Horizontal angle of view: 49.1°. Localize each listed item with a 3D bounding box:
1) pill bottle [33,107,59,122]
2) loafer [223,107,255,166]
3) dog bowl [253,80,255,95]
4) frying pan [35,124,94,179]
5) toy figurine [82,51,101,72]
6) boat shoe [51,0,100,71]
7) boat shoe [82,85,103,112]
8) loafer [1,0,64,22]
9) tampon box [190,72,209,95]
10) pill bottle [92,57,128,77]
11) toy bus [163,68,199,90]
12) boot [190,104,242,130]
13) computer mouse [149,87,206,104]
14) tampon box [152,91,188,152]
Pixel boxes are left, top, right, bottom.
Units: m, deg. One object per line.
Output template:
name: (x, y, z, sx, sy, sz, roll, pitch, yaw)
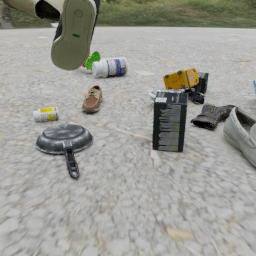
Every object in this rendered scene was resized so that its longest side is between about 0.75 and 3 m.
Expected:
pill bottle: (-2.701, -0.447, 9.254, 0.785, 0.429, 0.429, -9, 26, -19)
loafer: (3.307, 0.299, 6.905, 0.992, 0.990, 2.836, -7, 25, -15)
dog bowl: (5.229, -1.515, 9.737, 1.432, 0.637, 2.569, 4, -7, 14)
frying pan: (-1.812, 0.456, 7.371, 1.610, 0.433, 2.661, 1, 21, 3)
toy figurine: (-2.506, -3.692, 15.505, 1.445, 1.178, 1.570, 11, 27, 21)
boat shoe: (-0.951, -1.772, 5.153, 0.708, 1.971, 0.666, 17, 58, -15)
boat shoe: (-1.335, -1.123, 10.449, 0.708, 0.671, 1.870, 0, 24, 0)
loafer: (-2.657, -3.582, 8.009, 2.126, 0.804, 0.726, 9, 51, -3)
tampon box: (3.049, -1.905, 12.035, 0.666, 0.791, 1.056, 9, 26, 18)
pill bottle: (-0.949, -3.157, 14.618, 1.722, 0.956, 0.956, -10, 26, -22)
toy bus: (2.134, -1.951, 11.376, 0.862, 0.717, 2.202, -16, 7, -15)
boot: (2.865, -0.291, 8.969, 1.493, 0.517, 1.300, 7, 30, 25)
computer mouse: (1.795, -1.154, 10.792, 2.339, 0.513, 1.282, -7, 28, -27)
tampon box: (1.129, -0.191, 7.556, 0.849, 1.345, 1.008, 5, 24, 10)
